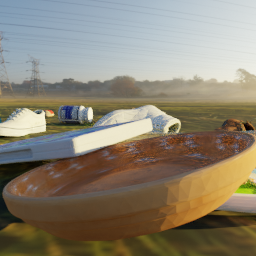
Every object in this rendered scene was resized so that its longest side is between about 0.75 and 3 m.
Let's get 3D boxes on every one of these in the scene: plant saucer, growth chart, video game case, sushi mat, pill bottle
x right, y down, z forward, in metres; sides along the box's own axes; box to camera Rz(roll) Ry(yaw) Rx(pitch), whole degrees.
[{"bbox_3d":[0.046,0.386,2.296,1.945,0.364,1.945,-11,4,1],"label":"plant saucer"},{"bbox_3d":[0.740,0.507,3.499,1.869,0.229,2.582,1,7,-2],"label":"growth chart"},{"bbox_3d":[-1.040,0.211,3.921,2.312,0.208,1.655,-8,4,32],"label":"video game case"},{"bbox_3d":[0.258,0.281,3.891,2.921,0.177,1.398,0,19,34],"label":"sushi mat"},{"bbox_3d":[-2.011,-0.511,10.785,1.194,0.691,0.691,2,6,10],"label":"pill bottle"}]

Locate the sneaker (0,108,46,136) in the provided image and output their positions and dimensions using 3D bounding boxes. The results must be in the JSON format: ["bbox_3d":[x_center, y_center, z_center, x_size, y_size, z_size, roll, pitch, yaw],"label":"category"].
[{"bbox_3d":[-2.933,-0.176,7.512,0.726,0.704,1.988,2,6,15],"label":"sneaker"}]

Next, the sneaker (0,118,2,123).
[{"bbox_3d":[-3.996,-0.130,6.794,1.008,0.858,2.211,6,9,15],"label":"sneaker"}]

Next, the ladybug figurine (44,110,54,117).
[{"bbox_3d":[-4.309,-0.785,15.000,0.632,0.335,0.931,0,6,-3],"label":"ladybug figurine"}]

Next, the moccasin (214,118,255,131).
[{"bbox_3d":[1.928,0.127,4.849,0.661,0.626,1.712,3,2,27],"label":"moccasin"}]

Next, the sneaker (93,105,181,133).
[{"bbox_3d":[0.224,0.048,5.570,1.813,0.668,1.048,-22,34,-32],"label":"sneaker"}]

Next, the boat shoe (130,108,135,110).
[{"bbox_3d":[0.374,-1.019,17.361,0.343,0.362,0.957,6,17,22],"label":"boat shoe"}]
